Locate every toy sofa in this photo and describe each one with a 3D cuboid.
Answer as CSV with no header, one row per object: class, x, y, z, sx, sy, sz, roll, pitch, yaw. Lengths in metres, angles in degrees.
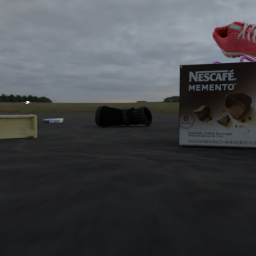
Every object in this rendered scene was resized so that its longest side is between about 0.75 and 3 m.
toy sofa,-2.756,-0.031,6.259,1.317,0.545,0.643,-3,6,-38

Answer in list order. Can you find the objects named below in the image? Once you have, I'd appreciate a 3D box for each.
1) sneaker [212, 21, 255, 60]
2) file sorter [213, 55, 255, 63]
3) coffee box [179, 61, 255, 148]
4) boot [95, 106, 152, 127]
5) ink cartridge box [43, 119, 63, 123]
sneaker,3.509,-2.629,8.242,1.152,0.979,2.656,28,-2,-29
file sorter,3.584,-0.710,6.404,2.993,1.877,2.080,3,5,39
coffee box,2.197,-0.391,4.897,2.532,1.431,1.010,2,3,17
boot,-0.113,-0.437,10.551,1.567,0.789,2.096,2,4,28
ink cartridge box,-3.791,-0.369,14.268,0.870,0.207,0.880,-2,2,0
